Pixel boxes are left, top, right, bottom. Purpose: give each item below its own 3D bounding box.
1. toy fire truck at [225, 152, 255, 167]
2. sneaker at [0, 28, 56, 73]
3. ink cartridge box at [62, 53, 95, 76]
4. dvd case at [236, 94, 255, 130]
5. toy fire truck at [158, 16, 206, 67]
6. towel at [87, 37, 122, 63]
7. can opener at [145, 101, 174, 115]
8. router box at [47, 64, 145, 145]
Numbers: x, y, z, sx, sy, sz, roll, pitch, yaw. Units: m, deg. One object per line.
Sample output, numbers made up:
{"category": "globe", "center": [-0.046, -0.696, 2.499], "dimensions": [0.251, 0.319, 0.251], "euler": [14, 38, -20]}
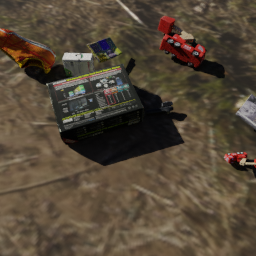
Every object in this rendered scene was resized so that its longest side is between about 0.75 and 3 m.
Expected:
{"category": "toy fire truck", "center": [2.873, 0.808, 7.004], "dimensions": [0.755, 0.184, 0.532], "euler": [-4, 22, -3]}
{"category": "sneaker", "center": [-3.394, -2.362, 8.547], "dimensions": [2.273, 0.830, 0.877], "euler": [20, 77, -3]}
{"category": "ink cartridge box", "center": [-1.499, -1.945, 8.645], "dimensions": [0.884, 0.646, 0.373], "euler": [2, 50, 3]}
{"category": "dvd case", "center": [3.539, -0.434, 7.776], "dimensions": [0.780, 0.084, 1.049], "euler": [41, 57, 12]}
{"category": "toy fire truck", "center": [1.747, -2.890, 9.302], "dimensions": [1.960, 0.478, 1.383], "euler": [29, 53, 10]}
{"category": "towel", "center": [-0.725, -2.461, 8.789], "dimensions": [1.008, 0.115, 0.724], "euler": [-30, 83, -35]}
{"category": "can opener", "center": [0.896, -0.512, 7.974], "dimensions": [0.832, 0.264, 0.327], "euler": [-15, 73, 3]}
{"category": "router box", "center": [-0.916, -0.705, 7.784], "dimensions": [2.310, 0.718, 1.731], "euler": [-16, 59, -9]}
